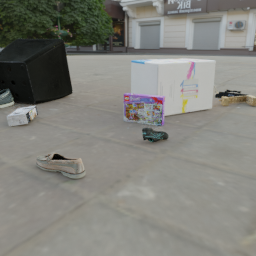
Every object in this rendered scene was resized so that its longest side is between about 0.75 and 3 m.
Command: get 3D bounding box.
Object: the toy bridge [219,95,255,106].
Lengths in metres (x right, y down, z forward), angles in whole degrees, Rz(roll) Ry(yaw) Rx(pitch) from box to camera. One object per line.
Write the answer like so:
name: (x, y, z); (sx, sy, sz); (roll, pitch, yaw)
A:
toy bridge: (5.126, -1.146, 11.654); (2.644, 0.360, 0.889); (1, 15, 4)

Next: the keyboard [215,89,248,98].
keyboard: (4.852, -1.537, 13.049); (1.430, 0.147, 0.908); (13, 39, 33)

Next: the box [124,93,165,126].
box: (0.510, -0.611, 9.048); (1.356, 0.928, 0.265); (8, 20, 23)

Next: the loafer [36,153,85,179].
loafer: (-1.412, 0.689, 5.835); (1.286, 0.404, 0.462); (11, 21, 31)

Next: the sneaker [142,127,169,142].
sneaker: (0.718, 0.234, 7.460); (0.855, 0.339, 0.323); (13, -20, -29)

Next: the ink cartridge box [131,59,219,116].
ink cartridge box: (1.845, -1.687, 10.833); (2.979, 1.865, 1.915); (-10, 20, -27)

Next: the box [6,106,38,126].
box: (-3.471, -0.413, 9.264); (0.654, 0.337, 1.121); (-8, 17, 2)

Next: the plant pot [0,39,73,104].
plant pot: (-4.282, -2.356, 12.322); (2.601, 2.595, 2.308); (6, 30, 18)

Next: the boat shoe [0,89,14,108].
boat shoe: (-5.452, -1.054, 10.832); (0.798, 0.677, 2.192); (11, 21, 31)
